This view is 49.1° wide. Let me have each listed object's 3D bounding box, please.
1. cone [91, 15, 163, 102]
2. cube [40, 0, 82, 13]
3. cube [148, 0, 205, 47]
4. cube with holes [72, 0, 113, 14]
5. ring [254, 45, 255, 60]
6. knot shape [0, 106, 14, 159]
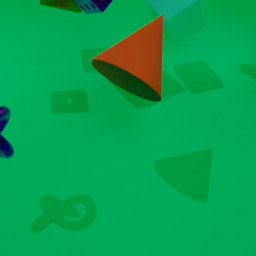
[{"bbox_3d":[0.304,-1.473,5.171,1.448,1.448,1.454,27,85,19],"label":"cone"},{"bbox_3d":[-1.827,-4.194,8.160,1.188,1.188,1.188,9,34,-8],"label":"cube"},{"bbox_3d":[1.379,-3.213,7.919,1.069,1.069,1.069,-33,57,5],"label":"cube"},{"bbox_3d":[-0.908,-3.861,6.851,1.400,1.400,1.400,-52,31,0],"label":"cube with holes"},{"bbox_3d":[2.994,-1.739,4.853,1.718,1.718,0.344,-22,67,-16],"label":"ring"},{"bbox_3d":[-2.608,0.196,5.004,1.425,1.333,0.658,-23,60,0],"label":"knot shape"}]
